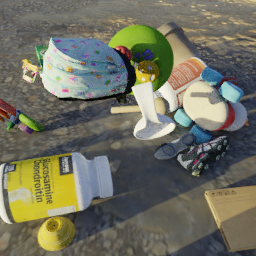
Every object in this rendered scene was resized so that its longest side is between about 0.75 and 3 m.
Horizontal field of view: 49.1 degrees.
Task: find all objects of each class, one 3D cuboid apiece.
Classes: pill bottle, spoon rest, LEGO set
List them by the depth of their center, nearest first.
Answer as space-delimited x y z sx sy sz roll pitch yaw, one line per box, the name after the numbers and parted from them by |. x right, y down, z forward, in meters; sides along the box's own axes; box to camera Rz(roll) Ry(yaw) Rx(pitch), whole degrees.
0.519 -0.178 6.215 1.005 2.022 0.613 -15 61 7 | spoon rest
-1.950 1.566 7.787 2.900 1.624 1.624 -9 40 -11 | pill bottle
1.930 -1.637 11.563 2.828 1.587 1.587 -30 47 -15 | pill bottle
-4.913 -2.863 14.131 2.263 0.842 1.041 31 14 39 | LEGO set

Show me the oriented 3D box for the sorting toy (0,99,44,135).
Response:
-4.257 -0.258 10.463 0.850 2.071 1.244 -57 16 -7 | sorting toy

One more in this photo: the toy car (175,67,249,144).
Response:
3.526 -0.660 10.620 2.474 2.280 2.188 12 30 -34 | toy car

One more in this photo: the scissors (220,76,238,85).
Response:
4.343 -2.246 13.616 2.123 0.148 0.777 -8 43 -11 | scissors

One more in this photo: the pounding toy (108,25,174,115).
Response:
0.248 -1.557 8.124 2.098 2.718 1.261 1 19 11 | pounding toy

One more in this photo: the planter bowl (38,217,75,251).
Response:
-1.916 2.667 7.387 0.992 0.413 0.992 -1 39 0 | planter bowl

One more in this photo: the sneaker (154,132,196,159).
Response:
1.638 0.689 9.728 1.541 0.671 0.574 -23 77 -1 | sneaker

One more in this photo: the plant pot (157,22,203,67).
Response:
2.304 -3.377 13.529 2.554 2.554 2.216 -32 66 -33 | plant pot

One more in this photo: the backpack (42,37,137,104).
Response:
-0.925 -1.281 6.133 1.917 1.214 1.600 -11 38 -39 | backpack

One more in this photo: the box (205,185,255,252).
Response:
3.538 2.419 7.822 2.252 0.240 1.841 -4 40 -6 | box

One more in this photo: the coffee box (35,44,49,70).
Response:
-4.127 -3.891 15.335 1.527 0.546 2.483 -15 42 -18 | coffee box

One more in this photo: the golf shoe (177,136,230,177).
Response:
2.637 0.735 9.484 2.116 0.817 0.932 -28 40 -30 | golf shoe
